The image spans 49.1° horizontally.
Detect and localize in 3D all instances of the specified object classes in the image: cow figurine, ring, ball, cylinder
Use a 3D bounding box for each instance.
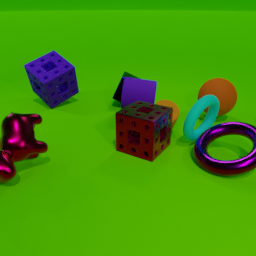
[{"bbox_3d":[-2.726,0.391,6.447,0.923,1.682,1.655,-27,-19,39],"label":"cow figurine"},{"bbox_3d":[2.508,0.466,6.924,1.766,0.353,1.766,-17,34,12],"label":"ring"},{"bbox_3d":[2.013,-0.259,7.672,1.397,1.397,0.279,-22,44,-38],"label":"ring"},{"bbox_3d":[2.960,-1.029,9.302,1.261,1.261,1.261,0,25,0],"label":"ball"},{"bbox_3d":[1.072,-0.321,8.370,0.779,0.779,0.779,2,61,-4],"label":"cylinder"},{"bbox_3d":[0.362,-1.099,9.362,1.072,1.072,1.072,8,26,2],"label":"cylinder"}]

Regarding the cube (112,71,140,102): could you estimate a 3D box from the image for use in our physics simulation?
[{"bbox_3d":[0.051,-1.453,10.607,0.919,0.919,0.919,25,25,-6],"label":"cube"}]

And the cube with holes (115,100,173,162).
[{"bbox_3d":[0.439,0.036,7.551,1.119,1.119,1.119,15,29,29],"label":"cube with holes"}]

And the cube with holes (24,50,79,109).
[{"bbox_3d":[-2.805,-1.810,10.444,1.294,1.294,1.294,-37,61,-26],"label":"cube with holes"}]
